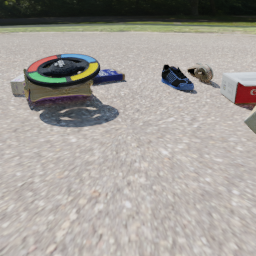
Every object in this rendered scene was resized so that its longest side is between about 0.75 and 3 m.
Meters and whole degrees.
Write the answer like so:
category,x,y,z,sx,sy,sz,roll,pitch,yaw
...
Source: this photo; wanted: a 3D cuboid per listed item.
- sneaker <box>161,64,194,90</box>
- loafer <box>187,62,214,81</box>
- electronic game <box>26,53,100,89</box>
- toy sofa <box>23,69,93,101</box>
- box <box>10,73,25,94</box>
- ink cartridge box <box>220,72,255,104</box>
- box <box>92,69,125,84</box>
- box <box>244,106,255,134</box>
category,x,y,z,sx,sy,sz,roll,pitch,yaw
sneaker,2.186,-2.300,12.595,0.749,0.832,2.135,-13,28,-27
loafer,3.527,-2.720,13.766,0.723,0.826,2.298,-17,18,3
electronic game,-2.330,-2.136,10.171,2.652,0.552,2.652,-1,36,1
toy sofa,-2.761,-1.668,11.130,2.614,1.276,1.083,-10,-6,-19
box,-4.516,-2.238,12.810,0.532,0.570,2.749,1,24,3
ink cartridge box,4.981,-1.519,10.817,2.140,0.897,1.879,-2,25,-4
box,-1.399,-2.520,13.679,2.182,0.354,1.321,-14,28,-25
box,4.359,-0.541,8.216,0.886,1.082,2.278,48,39,10
